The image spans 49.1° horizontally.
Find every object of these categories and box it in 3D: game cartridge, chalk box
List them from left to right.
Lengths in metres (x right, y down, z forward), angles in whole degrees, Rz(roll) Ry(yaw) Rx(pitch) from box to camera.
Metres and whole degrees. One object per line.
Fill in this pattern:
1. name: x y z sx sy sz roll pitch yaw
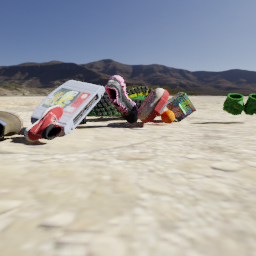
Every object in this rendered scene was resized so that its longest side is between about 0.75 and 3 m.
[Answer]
1. game cartridge: -1.617 -0.621 7.449 1.273 0.391 1.913 11 45 26
2. chalk box: 1.834 -0.746 9.792 0.750 0.754 1.212 -34 9 4

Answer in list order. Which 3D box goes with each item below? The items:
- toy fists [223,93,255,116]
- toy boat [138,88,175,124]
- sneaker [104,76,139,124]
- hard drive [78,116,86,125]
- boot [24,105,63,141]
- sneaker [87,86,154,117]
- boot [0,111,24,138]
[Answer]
1. toy fists: 3.870 -0.736 9.341 1.367 0.697 0.470 0 41 -1
2. toy boat: 0.983 -0.533 8.879 1.105 1.104 1.691 34 -4 -6
3. sneaker: -0.234 -0.731 8.254 0.616 1.558 0.743 -20 17 33
4. hard drive: -1.589 -0.328 8.185 0.756 0.528 0.143 -8 -9 16
5. boot: -1.602 -0.119 6.148 0.830 0.417 1.150 -3 36 33
6. sneaker: -0.362 -0.763 10.419 2.849 1.112 1.214 -4 -24 -19
7. boot: -3.405 -0.084 5.895 2.113 0.789 1.024 -2 7 -9
